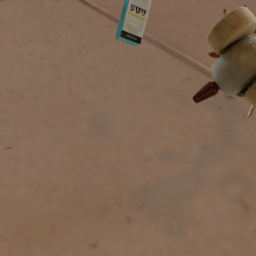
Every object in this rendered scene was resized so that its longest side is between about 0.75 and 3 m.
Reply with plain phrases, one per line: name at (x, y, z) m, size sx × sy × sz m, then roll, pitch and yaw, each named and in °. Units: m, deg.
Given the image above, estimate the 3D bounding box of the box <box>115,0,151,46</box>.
box at (0.141, -2.480, 6.078) m, size 0.519 × 1.262 × 0.310 m, roll 14°, pitch 2°, yaw -26°

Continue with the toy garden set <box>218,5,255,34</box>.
toy garden set at (3.284, -3.006, 7.076) m, size 2.178 × 2.613 × 0.521 m, roll 11°, pitch 21°, yaw 7°

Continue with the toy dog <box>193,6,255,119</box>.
toy dog at (2.068, -0.869, 5.058) m, size 2.938 × 1.415 × 1.937 m, roll 18°, pitch 45°, yaw -47°
